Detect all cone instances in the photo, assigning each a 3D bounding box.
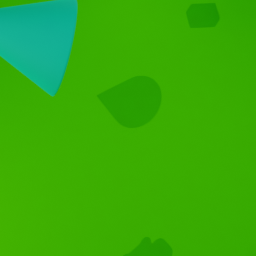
[{"bbox_3d":[-1.853,-1.497,4.445,1.664,1.658,1.658,11,63,-24],"label":"cone"}]
